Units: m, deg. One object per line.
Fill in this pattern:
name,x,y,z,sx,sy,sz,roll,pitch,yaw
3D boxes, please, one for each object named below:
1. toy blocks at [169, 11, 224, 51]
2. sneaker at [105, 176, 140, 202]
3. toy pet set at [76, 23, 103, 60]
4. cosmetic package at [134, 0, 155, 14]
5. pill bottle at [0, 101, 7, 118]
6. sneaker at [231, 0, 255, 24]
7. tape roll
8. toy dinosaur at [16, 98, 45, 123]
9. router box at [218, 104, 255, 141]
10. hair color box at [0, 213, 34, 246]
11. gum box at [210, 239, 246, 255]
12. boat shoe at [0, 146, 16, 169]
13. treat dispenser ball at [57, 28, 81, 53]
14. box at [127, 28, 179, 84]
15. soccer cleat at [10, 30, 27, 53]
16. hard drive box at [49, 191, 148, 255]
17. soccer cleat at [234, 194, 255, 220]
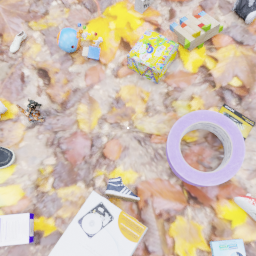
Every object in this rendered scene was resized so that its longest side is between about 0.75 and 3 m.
toy blocks,2.949,-4.516,12.665,2.254,1.127,1.541,-33,62,-11
sneaker,-0.145,2.232,10.245,1.355,0.475,0.735,19,57,-20
toy pet set,-1.537,-3.671,12.106,0.748,1.409,1.315,12,96,27
cosmetic package,1.125,-6.506,13.404,0.524,0.854,2.068,36,74,10
pill bottle,-5.741,-0.447,11.103,1.753,0.973,0.973,-41,75,-14
sneaker,5.832,-6.020,13.212,1.257,0.834,2.209,38,77,10
tape roll,2.775,0.778,10.351,2.709,1.151,2.709,-1,77,5
toy dinosaur,-3.961,-0.701,11.429,1.292,0.660,0.877,24,87,-14
router box,4.180,-0.123,11.292,1.462,0.382,1.149,34,73,12
hair color box,-4.304,3.598,9.825,1.850,0.600,1.011,-4,71,-4
gum box,3.498,4.546,9.634,1.095,0.287,1.289,-5,70,-2
boat shoe,-5.599,0.963,10.691,2.547,0.793,0.950,13,69,3
treat dispenser ball,-2.594,-3.870,12.347,1.046,1.046,1.046,0,70,0
box,1.054,-3.092,12.052,1.590,1.007,1.650,32,74,11
soccer cleat,-5.007,-3.923,12.663,0.395,0.442,1.141,25,72,9
hard drive box,-1.037,3.996,9.391,2.271,1.119,2.914,31,73,11
soccer cleat,4.931,3.254,9.806,2.659,0.912,1.133,28,68,5
